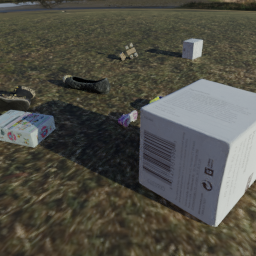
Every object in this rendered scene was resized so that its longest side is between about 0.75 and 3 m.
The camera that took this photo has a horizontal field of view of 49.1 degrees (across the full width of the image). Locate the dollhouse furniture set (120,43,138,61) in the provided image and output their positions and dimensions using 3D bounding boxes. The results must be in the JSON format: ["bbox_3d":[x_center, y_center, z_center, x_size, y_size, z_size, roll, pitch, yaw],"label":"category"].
[{"bbox_3d":[0.005,-4.729,17.691,0.964,0.885,0.627,-23,23,17],"label":"dollhouse furniture set"}]

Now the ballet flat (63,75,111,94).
[{"bbox_3d":[-1.945,-2.190,13.122,2.680,0.761,0.890,15,32,25],"label":"ballet flat"}]

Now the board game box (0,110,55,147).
[{"bbox_3d":[-3.572,-0.028,9.420,1.754,0.564,1.294,9,31,17],"label":"board game box"}]

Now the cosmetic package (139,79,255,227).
[{"bbox_3d":[1.955,0.377,6.922,2.231,2.229,2.704,25,38,37],"label":"cosmetic package"}]

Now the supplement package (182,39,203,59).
[{"bbox_3d":[4.169,-5.136,18.155,0.821,1.068,1.117,23,36,35],"label":"supplement package"}]

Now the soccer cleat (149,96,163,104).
[{"bbox_3d":[1.158,-1.016,11.305,0.485,0.375,1.159,-15,19,27],"label":"soccer cleat"}]

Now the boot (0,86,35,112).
[{"bbox_3d":[-4.790,-1.244,11.507,1.803,0.660,1.358,3,30,-2],"label":"boot"}]

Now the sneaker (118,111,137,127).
[{"bbox_3d":[-0.023,-0.383,10.276,0.431,0.392,0.974,10,31,33],"label":"sneaker"}]
